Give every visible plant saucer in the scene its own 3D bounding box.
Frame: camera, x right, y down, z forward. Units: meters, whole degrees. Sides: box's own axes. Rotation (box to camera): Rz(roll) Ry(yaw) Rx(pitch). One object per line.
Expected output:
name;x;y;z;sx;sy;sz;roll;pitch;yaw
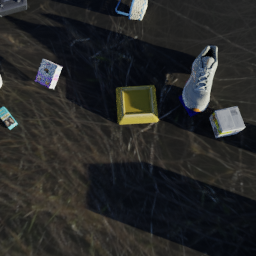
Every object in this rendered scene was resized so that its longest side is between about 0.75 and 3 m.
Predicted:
plant saucer;0.358;-1.016;11.296;1.645;0.399;1.645;-4;73;-1

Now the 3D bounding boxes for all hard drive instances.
hard drive;-5.539;-6.261;12.890;1.591;0.499;2.360;-18;73;-6

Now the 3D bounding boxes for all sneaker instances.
sneaker;2.878;-2.025;10.937;1.094;1.329;2.890;13;63;4

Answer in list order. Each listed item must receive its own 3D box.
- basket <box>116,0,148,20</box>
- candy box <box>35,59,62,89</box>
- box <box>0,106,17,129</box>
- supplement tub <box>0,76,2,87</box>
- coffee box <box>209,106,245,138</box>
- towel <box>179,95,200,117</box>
basket;0.168;-5.363;12.396;1.249;0.868;1.101;21;70;-4
candy box;-3.235;-2.193;11.378;0.819;0.349;0.977;27;100;20
box;-4.842;-0.402;11.192;0.369;0.221;0.897;-39;77;-11
supplement tub;-6.333;-1.934;10.952;2.197;1.593;1.593;-23;74;-7
coffee box;3.782;-0.212;10.782;0.888;0.878;0.887;-12;73;-4
towel;2.604;-1.023;11.372;0.737;0.247;0.998;-27;74;-9
